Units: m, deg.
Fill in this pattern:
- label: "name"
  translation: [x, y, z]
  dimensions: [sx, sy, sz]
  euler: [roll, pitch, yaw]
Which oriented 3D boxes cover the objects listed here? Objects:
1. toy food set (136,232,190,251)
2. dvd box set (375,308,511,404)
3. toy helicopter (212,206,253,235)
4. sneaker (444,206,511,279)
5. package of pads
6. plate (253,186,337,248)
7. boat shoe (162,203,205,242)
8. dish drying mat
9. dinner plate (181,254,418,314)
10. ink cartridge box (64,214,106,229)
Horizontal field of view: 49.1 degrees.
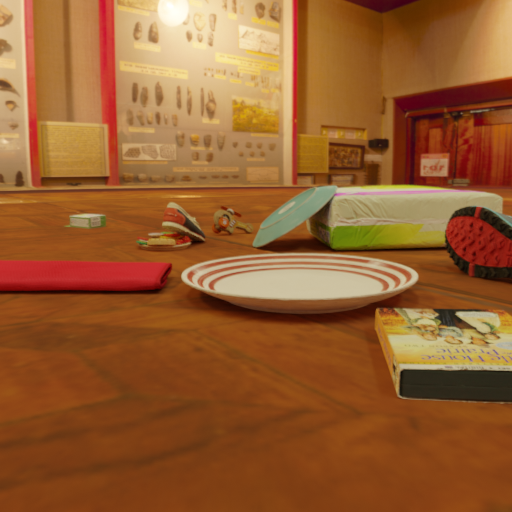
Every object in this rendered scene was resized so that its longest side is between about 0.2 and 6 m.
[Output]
- label: "toy food set"
  translation: [-2.007, -0.312, 12.088]
  dimensions: [1.156, 0.284, 1.168]
  euler: [8, 12, 41]
- label: "dvd box set"
  translation: [1.850, 0.833, 5.100]
  dimensions: [1.368, 0.275, 1.869]
  euler: [0, 9, 7]
- label: "toy helicopter"
  translation: [-0.574, -0.876, 14.396]
  dimensions: [1.141, 0.754, 0.450]
  euler: [17, -30, -28]
- label: "sneaker"
  translation: [4.260, -0.039, 8.744]
  dimensions: [1.340, 1.112, 2.805]
  euler: [3, 15, -33]
- label: "package of pads"
  translation: [3.163, -0.939, 12.850]
  dimensions: [3.719, 1.268, 2.873]
  euler: [-1, 9, -6]
- label: "plate"
  translation: [0.767, -0.951, 12.193]
  dimensions: [2.233, 0.285, 2.233]
  euler: [-36, 11, 8]
- label: "boat shoe"
  translation: [-1.565, -0.698, 12.472]
  dimensions: [0.594, 0.522, 1.668]
  euler: [2, -12, 21]
- label: "dish drying mat"
  translation: [-2.976, 0.314, 8.312]
  dimensions: [3.300, 0.300, 1.267]
  euler: [1, 10, 0]
- label: "dinner plate"
  translation: [0.575, 0.359, 7.728]
  dimensions: [3.185, 0.386, 3.185]
  euler: [1, 9, 0]
- label: "ink cartridge box"
  translation: [-4.960, -1.007, 16.162]
  dimensions: [1.163, 0.345, 0.604]
  euler: [5, 12, 34]
